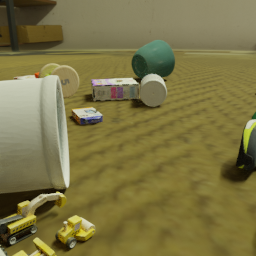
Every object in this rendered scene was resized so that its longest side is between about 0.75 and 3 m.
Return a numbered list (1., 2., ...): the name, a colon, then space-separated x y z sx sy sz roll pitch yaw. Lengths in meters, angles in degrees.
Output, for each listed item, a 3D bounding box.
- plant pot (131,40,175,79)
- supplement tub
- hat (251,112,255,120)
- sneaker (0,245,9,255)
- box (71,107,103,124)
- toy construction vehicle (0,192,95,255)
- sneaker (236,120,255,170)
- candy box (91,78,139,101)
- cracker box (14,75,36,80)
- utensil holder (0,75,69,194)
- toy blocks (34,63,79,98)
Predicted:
1. plant pot: 1.214 -3.547 15.157 1.675 2.087 2.087 -27 31 -34
2. supplement tub: 0.909 -1.415 10.295 0.977 0.977 1.481 1 18 4
3. hat: 4.113 0.011 7.373 1.316 1.159 1.090 -21 33 29
4. sneaker: -1.822 1.325 2.797 1.559 0.549 0.729 17 20 35
5. box: -1.209 -0.359 8.331 0.688 0.240 1.156 -8 22 -23
6. toy construction vehicle: -1.042 1.215 3.367 0.989 0.400 1.135 18 25 42
7. sneaker: 2.931 0.278 5.507 2.391 0.883 0.968 -19 29 -41
8. candy box: -0.552 -1.572 11.267 1.780 0.637 1.493 -3 19 -8
9. cracker box: -4.532 -2.199 13.403 1.600 0.462 1.072 13 22 35
10. utensil holder: -2.084 0.165 4.366 2.146 1.823 1.823 -6 19 -9
11. toy blocks: -2.639 -1.013 7.986 2.370 0.861 1.975 20 71 49
